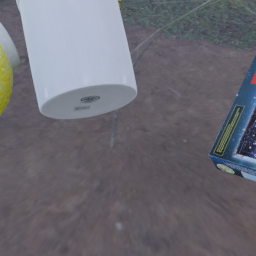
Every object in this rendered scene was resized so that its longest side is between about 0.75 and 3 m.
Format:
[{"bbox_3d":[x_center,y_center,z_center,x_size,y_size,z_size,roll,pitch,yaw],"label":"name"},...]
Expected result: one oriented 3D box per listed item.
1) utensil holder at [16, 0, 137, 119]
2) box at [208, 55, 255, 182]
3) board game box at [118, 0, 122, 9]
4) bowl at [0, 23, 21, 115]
[{"bbox_3d":[-0.786,-1.286,4.477,1.642,1.642,1.933,-11,78,-12],"label":"utensil holder"},{"bbox_3d":[2.759,-0.475,4.087,2.033,0.561,2.976,17,70,41],"label":"box"},{"bbox_3d":[-1.106,-3.552,8.310,1.749,0.916,0.205,9,37,-5],"label":"board game box"},{"bbox_3d":[-2.706,-1.249,4.909,1.271,2.361,2.361,-34,52,-23],"label":"bowl"}]
